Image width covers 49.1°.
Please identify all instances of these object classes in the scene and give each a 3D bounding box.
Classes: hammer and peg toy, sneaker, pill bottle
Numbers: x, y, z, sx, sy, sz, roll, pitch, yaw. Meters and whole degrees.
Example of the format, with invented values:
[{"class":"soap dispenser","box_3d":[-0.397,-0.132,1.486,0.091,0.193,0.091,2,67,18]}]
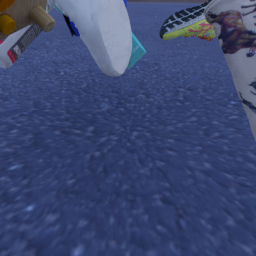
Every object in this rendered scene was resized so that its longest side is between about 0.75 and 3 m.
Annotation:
[{"class":"hammer and peg toy","box_3d":[-1.475,-1.731,2.954,0.793,2.248,1.654,44,60,3]},{"class":"sneaker","box_3d":[2.103,-2.908,8.043,2.411,1.089,0.942,-19,38,4]},{"class":"sneaker","box_3d":[-0.809,-2.131,4.824,1.183,2.673,1.006,-9,19,33]},{"class":"pill bottle","box_3d":[-2.401,-2.323,5.994,1.076,1.076,1.943,22,70,35]}]

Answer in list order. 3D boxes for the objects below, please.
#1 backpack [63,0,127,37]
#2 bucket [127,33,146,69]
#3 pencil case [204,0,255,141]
[{"class":"backpack","box_3d":[-1.177,-4.362,8.173,2.032,2.421,1.967,-17,43,3]},{"class":"bucket","box_3d":[-0.021,-1.821,6.323,0.550,0.846,0.846,-37,24,16]},{"class":"pencil case","box_3d":[1.469,-0.463,2.813,0.751,1.931,0.864,-22,1,40]}]
